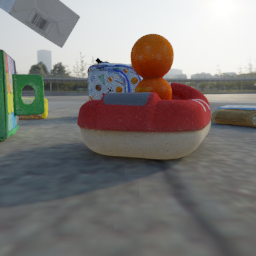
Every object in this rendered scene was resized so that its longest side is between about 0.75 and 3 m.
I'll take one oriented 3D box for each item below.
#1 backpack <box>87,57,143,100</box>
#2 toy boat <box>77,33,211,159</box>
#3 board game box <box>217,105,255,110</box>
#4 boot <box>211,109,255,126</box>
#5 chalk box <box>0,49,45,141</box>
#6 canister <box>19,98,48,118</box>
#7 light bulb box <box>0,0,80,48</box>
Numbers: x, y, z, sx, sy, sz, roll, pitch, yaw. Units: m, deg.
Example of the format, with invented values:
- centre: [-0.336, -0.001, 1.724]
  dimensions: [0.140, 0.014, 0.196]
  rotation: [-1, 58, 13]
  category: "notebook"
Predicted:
- centre: [-0.444, -1.621, 11.627]
  dimensions: [2.418, 2.539, 1.956]
  rotation: [0, 19, 14]
  category: "backpack"
- centre: [0.425, -0.621, 4.745]
  dimensions: [1.870, 1.873, 2.866]
  rotation: [2, 7, 20]
  category: "toy boat"
- centre: [4.396, -0.548, 10.270]
  dimensions: [1.833, 0.483, 2.396]
  rotation: [3, 7, 28]
  category: "board game box"
- centre: [3.728, -0.376, 8.372]
  dimensions: [1.602, 0.605, 1.829]
  rotation: [-3, 6, -26]
  category: "boot"
- centre: [-3.200, -0.669, 5.764]
  dimensions: [2.811, 1.755, 1.742]
  rotation: [-3, 7, -14]
  category: "chalk box"
- centre: [-4.171, -0.778, 10.786]
  dimensions: [1.979, 0.856, 1.469]
  rotation: [0, 6, -11]
  category: "canister"
- centre: [-2.141, -2.770, 6.564]
  dimensions: [1.423, 0.896, 1.435]
  rotation: [27, 9, -44]
  category: "light bulb box"
